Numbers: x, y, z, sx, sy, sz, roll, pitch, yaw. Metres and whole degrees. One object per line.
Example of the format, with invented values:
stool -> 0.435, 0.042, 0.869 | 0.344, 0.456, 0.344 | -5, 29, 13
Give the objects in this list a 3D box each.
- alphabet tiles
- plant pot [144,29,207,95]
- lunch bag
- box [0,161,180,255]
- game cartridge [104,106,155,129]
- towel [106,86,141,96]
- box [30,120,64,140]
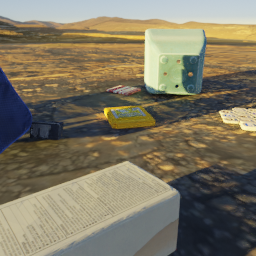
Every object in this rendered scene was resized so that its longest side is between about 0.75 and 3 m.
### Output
alphabet tiles -> 4.118, -0.300, 9.263 | 1.981, 0.148, 2.026 | 4, 21, 9
plant pot -> 2.075, -2.734, 12.352 | 2.754, 2.746, 2.805 | 2, 28, 4
lunch bag -> -3.726, -0.610, 6.576 | 1.642, 2.482, 1.686 | 7, 41, 44
box -> -0.640, 1.311, 3.296 | 2.433, 0.946, 1.155 | -14, 25, -33
game cartridge -> 0.019, -0.389, 9.351 | 1.397, 0.257, 1.585 | -5, 20, -13
towel -> -0.201, -1.750, 13.061 | 1.367, 0.156, 0.985 | 16, 28, 40
box -> -2.172, 0.050, 7.548 | 0.747, 0.471, 0.760 | 3, 3, -5
